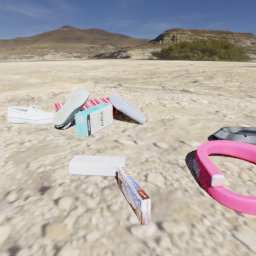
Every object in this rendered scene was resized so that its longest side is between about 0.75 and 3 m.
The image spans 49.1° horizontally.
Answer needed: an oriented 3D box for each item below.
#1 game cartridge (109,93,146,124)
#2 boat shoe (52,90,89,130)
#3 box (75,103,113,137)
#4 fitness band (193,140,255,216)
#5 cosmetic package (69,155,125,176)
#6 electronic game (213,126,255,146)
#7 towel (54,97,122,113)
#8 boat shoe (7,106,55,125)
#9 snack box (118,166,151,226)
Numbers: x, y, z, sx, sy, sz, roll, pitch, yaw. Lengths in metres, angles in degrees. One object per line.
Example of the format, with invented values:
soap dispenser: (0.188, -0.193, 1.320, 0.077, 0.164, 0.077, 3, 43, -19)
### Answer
game cartridge: (-0.097, -0.878, 11.651, 1.380, 0.424, 2.073, 36, 7, -21)
boat shoe: (-2.090, -0.695, 10.531, 0.673, 0.537, 1.780, 36, 74, 31)
box: (-1.216, -0.347, 10.479, 0.475, 0.795, 1.933, 6, 18, 24)
fitness band: (2.747, 0.997, 6.563, 2.147, 0.559, 2.989, 0, 18, -1)
cosmetic package: (-0.761, 0.950, 7.051, 1.328, 0.336, 0.548, 2, 17, 6)
electronic game: (3.864, 0.309, 8.866, 2.268, 0.472, 2.268, 2, 9, 0)
towel: (-1.875, -0.935, 13.182, 2.958, 0.333, 2.139, -8, 21, -19)
boat shoe: (-3.859, -0.561, 11.298, 2.074, 0.692, 0.763, -1, 18, -4)
snack box: (0.094, 1.292, 5.624, 0.179, 0.530, 1.476, -6, 18, -18)
